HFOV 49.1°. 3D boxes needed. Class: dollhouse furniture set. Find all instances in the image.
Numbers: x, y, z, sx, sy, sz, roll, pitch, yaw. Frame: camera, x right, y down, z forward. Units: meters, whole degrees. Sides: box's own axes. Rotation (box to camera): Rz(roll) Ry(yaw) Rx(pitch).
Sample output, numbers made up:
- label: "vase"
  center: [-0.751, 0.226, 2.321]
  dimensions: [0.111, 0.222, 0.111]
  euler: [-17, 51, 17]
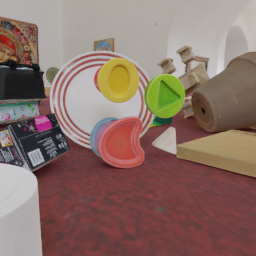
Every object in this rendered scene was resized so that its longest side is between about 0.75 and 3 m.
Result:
- label: "dollhouse furniture set"
  center: [2.169, -1.675, 11.924]
  dimensions: [2.725, 2.504, 1.773]
  euler: [-29, -3, 29]

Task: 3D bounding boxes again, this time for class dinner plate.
- label: "dinner plate"
  center: [-0.578, -0.688, 6.845]
  dimensions: [2.569, 2.569, 0.311]
  euler: [-2, -15, -12]

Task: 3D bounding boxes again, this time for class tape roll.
- label: "tape roll"
  center: [-1.310, 0.879, 1.964]
  dimensions: [1.367, 0.939, 1.367]
  euler: [0, 10, 0]

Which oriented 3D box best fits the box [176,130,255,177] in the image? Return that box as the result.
- label: "box"
  center: [2.814, 0.527, 5.537]
  dimensions: [2.402, 0.313, 2.938]
  euler: [-10, 15, -41]

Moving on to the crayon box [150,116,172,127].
- label: "crayon box"
  center: [0.459, -0.419, 10.060]
  dimensions: [1.487, 0.502, 1.723]
  euler: [-9, 14, -38]

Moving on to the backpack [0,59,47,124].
- label: "backpack"
  center: [-4.593, -1.226, 9.729]
  dimensions: [2.895, 2.180, 2.570]
  euler: [6, 10, 23]

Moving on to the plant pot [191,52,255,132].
- label: "plant pot"
  center: [3.160, -0.862, 8.566]
  dimensions: [2.108, 2.418, 2.418]
  euler: [-21, 15, -10]

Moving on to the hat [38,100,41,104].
- label: "hat"
  center: [-5.408, -1.570, 16.505]
  dimensions: [1.040, 0.420, 1.040]
  euler: [-5, 3, 0]

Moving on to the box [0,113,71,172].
- label: "box"
  center: [-1.719, 0.312, 4.890]
  dimensions: [0.708, 0.816, 1.234]
  euler: [-22, 4, 22]

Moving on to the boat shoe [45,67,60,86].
- label: "boat shoe"
  center: [-2.834, -1.964, 14.059]
  dimensions: [2.869, 1.072, 0.981]
  euler: [40, -13, -13]

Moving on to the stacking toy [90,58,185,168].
- label: "stacking toy"
  center: [0.107, -0.288, 5.485]
  dimensions: [1.776, 1.962, 0.829]
  euler: [1, 10, -25]

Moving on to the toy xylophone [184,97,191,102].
- label: "toy xylophone"
  center: [3.915, -1.395, 15.180]
  dimensions: [2.165, 0.544, 1.585]
  euler: [10, 15, 43]
